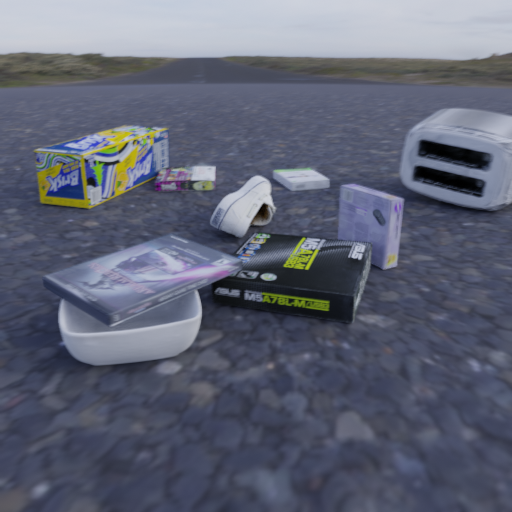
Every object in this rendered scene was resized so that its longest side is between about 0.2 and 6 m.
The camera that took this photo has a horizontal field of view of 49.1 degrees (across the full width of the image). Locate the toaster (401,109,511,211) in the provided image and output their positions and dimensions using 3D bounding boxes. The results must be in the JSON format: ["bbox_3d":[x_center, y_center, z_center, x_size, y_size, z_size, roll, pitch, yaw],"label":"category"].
[{"bbox_3d":[4.833,-2.297,13.005,3.366,1.913,2.174,22,31,29],"label":"toaster"}]

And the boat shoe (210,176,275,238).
[{"bbox_3d":[-0.058,-0.948,11.385,0.865,0.879,2.479,32,24,6],"label":"boat shoe"}]

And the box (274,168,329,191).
[{"bbox_3d":[1.166,-2.017,14.703,1.033,0.260,1.432,-6,23,-15],"label":"box"}]

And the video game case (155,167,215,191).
[{"bbox_3d":[-1.813,-2.026,14.643,1.479,0.292,1.632,-1,21,-4],"label":"video game case"}]

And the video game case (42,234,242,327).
[{"bbox_3d":[-1.449,0.225,7.361,1.514,0.201,2.120,20,29,39],"label":"video game case"}]

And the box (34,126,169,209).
[{"bbox_3d":[-3.703,-2.352,14.122,1.395,1.280,3.981,7,22,17],"label":"box"}]

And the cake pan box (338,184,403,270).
[{"bbox_3d":[1.890,-0.524,9.549,0.341,1.200,1.303,-9,21,-30],"label":"cake pan box"}]

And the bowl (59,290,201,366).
[{"bbox_3d":[-1.552,0.789,6.990,1.658,0.619,1.656,-4,21,-13],"label":"bowl"}]

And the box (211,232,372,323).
[{"bbox_3d":[0.634,0.233,8.570,2.058,0.506,2.131,5,22,17],"label":"box"}]
